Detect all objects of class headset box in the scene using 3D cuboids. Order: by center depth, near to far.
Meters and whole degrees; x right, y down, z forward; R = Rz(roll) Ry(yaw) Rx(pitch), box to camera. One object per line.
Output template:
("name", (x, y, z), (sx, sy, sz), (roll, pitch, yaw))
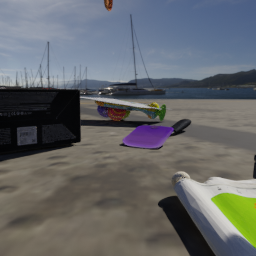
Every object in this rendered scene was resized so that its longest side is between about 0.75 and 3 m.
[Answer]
("headset box", (-2.386, -0.250, 5.206), (1.953, 1.013, 2.624), (-6, 11, -40))

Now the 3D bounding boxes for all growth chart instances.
("growth chart", (1.554, 0.557, 2.005), (2.458, 0.218, 1.779), (-2, 8, -13))

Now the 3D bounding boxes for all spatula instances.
("spatula", (0.813, 0.035, 5.845), (0.790, 0.287, 2.795), (4, 8, 28))

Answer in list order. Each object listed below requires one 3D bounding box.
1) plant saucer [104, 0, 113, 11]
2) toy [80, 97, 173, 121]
("plant saucer", (-0.736, -4.750, 10.374), (0.147, 0.786, 0.786), (6, 8, 13))
("toy", (-0.204, -0.592, 9.310), (2.991, 0.706, 1.722), (7, 6, 26))
